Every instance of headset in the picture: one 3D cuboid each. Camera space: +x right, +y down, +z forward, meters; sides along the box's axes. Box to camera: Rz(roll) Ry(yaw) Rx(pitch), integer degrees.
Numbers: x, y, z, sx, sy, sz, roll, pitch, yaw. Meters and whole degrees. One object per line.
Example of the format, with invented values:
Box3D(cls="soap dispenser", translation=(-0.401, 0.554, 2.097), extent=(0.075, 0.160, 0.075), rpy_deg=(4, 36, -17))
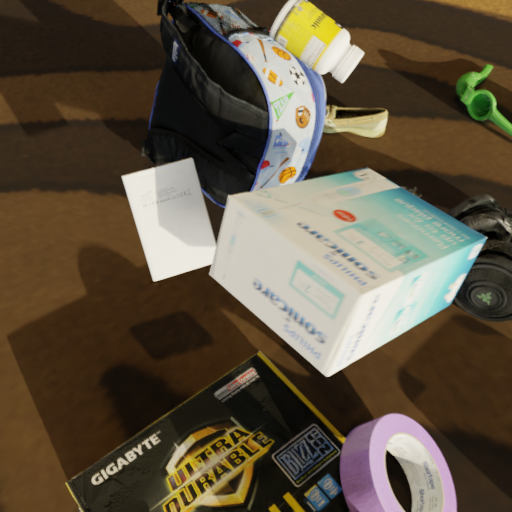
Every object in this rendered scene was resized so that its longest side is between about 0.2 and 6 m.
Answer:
Box3D(cls="headset", translation=(3.401, -0.169, 8.240), extent=(3.348, 1.573, 2.067), rpy_deg=(9, 45, -7))

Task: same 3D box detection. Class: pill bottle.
Box3D(cls="pill bottle", translation=(0.708, -2.459, 6.431), extent=(1.015, 0.565, 0.565), rpy_deg=(37, 52, -2))

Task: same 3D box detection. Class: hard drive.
Box3D(cls="hard drive", translation=(-1.041, -0.449, 6.944), extent=(0.880, 1.334, 0.169), rpy_deg=(-17, 14, -13))

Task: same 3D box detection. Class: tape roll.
Box3D(cls="tape roll", translation=(1.533, 2.427, 6.012), extent=(1.359, 0.446, 1.359), rpy_deg=(25, 47, -29))

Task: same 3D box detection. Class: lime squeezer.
Box3D(cls="lime squeezer", translation=(4.971, -3.312, 12.094), extent=(1.218, 0.651, 3.450), rpy_deg=(23, 41, -21))

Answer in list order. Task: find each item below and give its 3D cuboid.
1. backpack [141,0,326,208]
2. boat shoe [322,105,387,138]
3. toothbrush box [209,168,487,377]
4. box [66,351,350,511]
Box3D(cls="backpack", translation=(-0.300, -2.385, 9.582), extent=(2.531, 3.285, 3.129), rpy_deg=(-13, 50, -29))
Box3D(cls="boat shoe", translation=(1.797, -2.875, 11.547), extent=(1.758, 0.553, 0.641), rpy_deg=(13, 48, 12))
Box3D(cls="toothbrush box", translation=(0.999, -0.002, 6.007), extent=(2.408, 1.027, 1.763), rpy_deg=(-17, 45, -41))
Box3D(cls="box", translation=(-0.336, 2.609, 6.208), extent=(2.721, 0.671, 2.173), rpy_deg=(-30, 54, -26))
